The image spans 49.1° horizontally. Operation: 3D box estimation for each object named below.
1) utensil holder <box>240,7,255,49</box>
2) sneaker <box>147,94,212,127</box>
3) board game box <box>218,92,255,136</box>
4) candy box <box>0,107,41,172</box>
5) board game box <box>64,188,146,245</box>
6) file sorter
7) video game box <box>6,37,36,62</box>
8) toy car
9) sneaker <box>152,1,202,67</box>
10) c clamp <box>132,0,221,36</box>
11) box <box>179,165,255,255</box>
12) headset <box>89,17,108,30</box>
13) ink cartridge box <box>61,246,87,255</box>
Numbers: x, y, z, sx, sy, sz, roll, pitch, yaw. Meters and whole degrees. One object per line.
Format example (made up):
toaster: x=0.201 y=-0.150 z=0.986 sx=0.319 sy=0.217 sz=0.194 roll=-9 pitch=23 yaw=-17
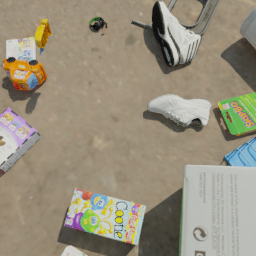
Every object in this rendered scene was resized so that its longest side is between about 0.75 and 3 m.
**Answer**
utensil holder: x=5.185 y=-2.940 z=9.009 sx=2.011 sy=2.011 sz=2.366 roll=-29 pitch=74 yaw=-11
sneaker: x=1.591 y=-0.516 z=8.695 sx=2.008 sy=0.748 sz=0.874 roll=6 pitch=73 yaw=3
board game box: x=4.189 y=-0.563 z=8.900 sx=2.512 sy=0.377 sz=1.200 roll=-13 pitch=68 yaw=-8
candy box: x=-3.638 y=0.344 z=8.427 sx=1.255 sy=0.535 sz=1.496 roll=37 pitch=72 yaw=14
board game box: x=-0.555 y=2.348 z=7.376 sx=1.873 sy=0.982 sz=0.965 roll=12 pitch=69 yaw=6
file sorter: x=3.861 y=0.762 z=8.022 sx=1.610 sy=0.988 sz=1.117 roll=-29 pitch=70 yaw=-11
video game box: x=-3.737 y=-2.647 z=9.789 sx=0.961 sy=0.247 sz=1.054 roll=-9 pitch=68 yaw=-1
toy car: x=-3.135 y=-2.025 z=8.272 sx=1.413 sy=2.880 sz=0.958 roll=17 pitch=62 yaw=-11
sneaker: x=1.709 y=-3.330 z=9.745 sx=1.346 sy=0.883 sz=2.339 roll=-15 pitch=85 yaw=-17
c clamp: x=1.979 y=-4.542 z=10.331 sx=2.536 sy=0.402 sz=2.968 roll=31 pitch=80 yaw=9
box: x=2.586 y=2.483 z=6.383 sx=2.797 sy=2.396 sz=2.783 roll=2 pitch=68 yaw=13
headset: x=-1.053 y=-3.825 z=10.185 sx=0.829 sy=0.389 sz=0.512 roll=36 pitch=73 yaw=25
ink cartridge box: x=-1.205 y=3.751 z=7.037 sx=1.352 sy=0.567 sz=0.979 roll=27 pitch=71 yaw=10
